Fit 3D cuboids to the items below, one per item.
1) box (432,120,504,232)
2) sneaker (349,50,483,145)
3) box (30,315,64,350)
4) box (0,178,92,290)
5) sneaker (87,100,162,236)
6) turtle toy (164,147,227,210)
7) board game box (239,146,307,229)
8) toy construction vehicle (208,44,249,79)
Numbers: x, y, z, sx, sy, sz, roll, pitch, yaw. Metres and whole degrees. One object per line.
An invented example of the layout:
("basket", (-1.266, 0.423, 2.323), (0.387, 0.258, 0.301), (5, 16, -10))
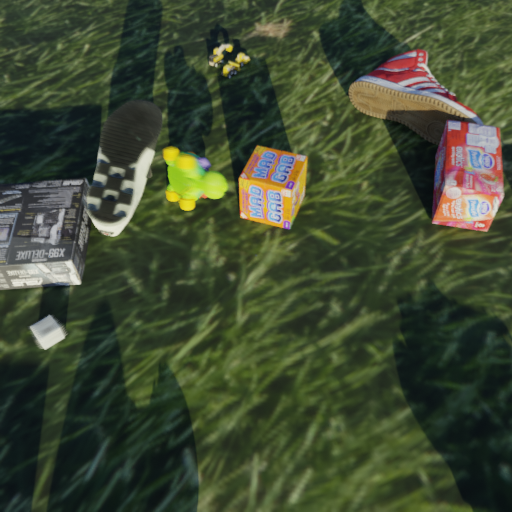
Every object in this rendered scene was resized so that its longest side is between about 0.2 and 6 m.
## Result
("box", (4.438, -1.726, 11.835), (1.147, 1.099, 2.302), (10, 49, 9))
("sneaker", (4.228, -3.938, 13.718), (3.455, 1.231, 1.943), (32, 59, 27))
("box", (-3.599, 1.318, 9.663), (0.383, 0.329, 0.385), (-33, 55, -25))
("box", (-4.817, -0.440, 10.939), (2.953, 0.735, 2.328), (-4, 49, -4))
("sneaker", (-2.708, -1.775, 11.430), (1.095, 1.308, 2.956), (18, 70, -4))
("turtle toy", (-1.271, -1.594, 11.595), (0.824, 1.188, 1.631), (-17, 32, -33))
("board game box", (0.354, -1.416, 11.560), (1.101, 1.101, 1.102), (15, 50, 13))
("toy construction vehicle", (-0.785, -5.489, 15.639), (0.979, 0.396, 1.124), (30, 55, 24))
